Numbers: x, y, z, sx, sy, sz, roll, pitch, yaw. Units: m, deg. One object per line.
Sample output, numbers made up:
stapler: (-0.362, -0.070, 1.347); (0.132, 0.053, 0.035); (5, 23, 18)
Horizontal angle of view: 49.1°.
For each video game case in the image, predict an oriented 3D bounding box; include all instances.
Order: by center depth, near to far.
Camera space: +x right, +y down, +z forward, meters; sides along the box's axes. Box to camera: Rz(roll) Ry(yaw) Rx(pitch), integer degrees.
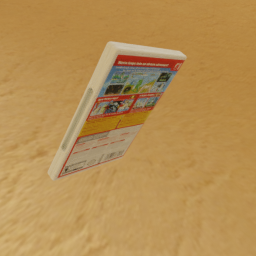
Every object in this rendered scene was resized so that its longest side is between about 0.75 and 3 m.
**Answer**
video game case: (-0.105, -0.121, 2.693); (1.029, 1.440, 0.126); (-12, 52, -49)
